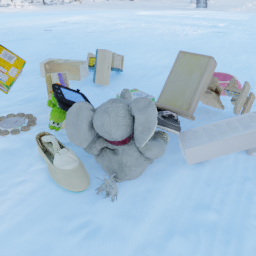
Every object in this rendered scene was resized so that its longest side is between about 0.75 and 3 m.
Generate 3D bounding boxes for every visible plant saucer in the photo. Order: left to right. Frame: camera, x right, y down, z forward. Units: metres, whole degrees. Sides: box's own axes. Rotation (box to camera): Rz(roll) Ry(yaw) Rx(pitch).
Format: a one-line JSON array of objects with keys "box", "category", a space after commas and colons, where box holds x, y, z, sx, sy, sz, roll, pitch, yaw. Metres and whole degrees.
[{"box": [4.124, -2.116, 12.888, 2.169, 0.550, 2.169, 1, 28, 0], "category": "plant saucer"}]

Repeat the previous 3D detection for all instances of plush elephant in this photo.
[{"box": [-0.205, 0.061, 7.041, 2.368, 2.226, 2.875, 6, 29, 11], "category": "plush elephant"}]

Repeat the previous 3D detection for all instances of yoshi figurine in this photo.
[{"box": [-1.970, -0.642, 8.207, 0.847, 0.844, 1.508, -5, 57, 10], "category": "yoshi figurine"}]

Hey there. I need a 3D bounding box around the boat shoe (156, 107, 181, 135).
[{"box": [1.074, -0.353, 8.579, 0.823, 0.701, 2.462, 19, 6, -10], "category": "boat shoe"}]

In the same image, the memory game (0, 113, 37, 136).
[{"box": [-3.984, -0.147, 9.689, 1.644, 0.105, 1.644, 0, 29, 0], "category": "memory game"}]

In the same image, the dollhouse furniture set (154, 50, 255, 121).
[{"box": [2.424, -1.005, 9.580, 2.718, 1.925, 2.959, 24, -2, 35], "category": "dollhouse furniture set"}]

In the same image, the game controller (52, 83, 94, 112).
[{"box": [-1.509, -0.788, 7.637, 1.044, 0.421, 2.001, 27, 10, -29], "category": "game controller"}]

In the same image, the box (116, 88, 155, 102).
[{"box": [0.272, -1.016, 10.836, 1.032, 0.565, 1.170, -18, 34, -34], "category": "box"}]

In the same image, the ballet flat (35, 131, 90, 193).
[{"box": [-1.788, 0.754, 7.284, 0.847, 0.847, 2.437, -20, 34, -33], "category": "ballet flat"}]

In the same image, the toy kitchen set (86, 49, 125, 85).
[{"box": [-1.576, -3.037, 14.097, 2.173, 1.598, 2.713, 10, 10, 18], "category": "toy kitchen set"}]

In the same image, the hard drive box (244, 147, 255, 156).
[{"box": [3.891, 0.257, 8.507, 1.018, 0.502, 1.306, -1, 28, -2], "category": "hard drive box"}]

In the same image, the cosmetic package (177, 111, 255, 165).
[{"box": [2.653, 0.266, 7.810, 2.349, 0.595, 0.970, -16, 30, 5], "category": "cosmetic package"}]

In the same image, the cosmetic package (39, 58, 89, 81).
[{"box": [-3.241, -3.015, 14.300, 2.206, 0.784, 1.161, 6, 29, 12], "category": "cosmetic package"}]

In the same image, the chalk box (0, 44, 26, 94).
[{"box": [-4.306, -1.923, 9.544, 1.090, 1.085, 1.752, 32, -18, -20], "category": "chalk box"}]

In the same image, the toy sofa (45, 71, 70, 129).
[{"box": [-2.220, -1.145, 10.392, 1.412, 1.198, 2.894, -10, 30, -15], "category": "toy sofa"}]
